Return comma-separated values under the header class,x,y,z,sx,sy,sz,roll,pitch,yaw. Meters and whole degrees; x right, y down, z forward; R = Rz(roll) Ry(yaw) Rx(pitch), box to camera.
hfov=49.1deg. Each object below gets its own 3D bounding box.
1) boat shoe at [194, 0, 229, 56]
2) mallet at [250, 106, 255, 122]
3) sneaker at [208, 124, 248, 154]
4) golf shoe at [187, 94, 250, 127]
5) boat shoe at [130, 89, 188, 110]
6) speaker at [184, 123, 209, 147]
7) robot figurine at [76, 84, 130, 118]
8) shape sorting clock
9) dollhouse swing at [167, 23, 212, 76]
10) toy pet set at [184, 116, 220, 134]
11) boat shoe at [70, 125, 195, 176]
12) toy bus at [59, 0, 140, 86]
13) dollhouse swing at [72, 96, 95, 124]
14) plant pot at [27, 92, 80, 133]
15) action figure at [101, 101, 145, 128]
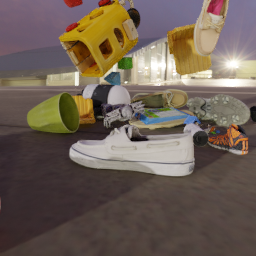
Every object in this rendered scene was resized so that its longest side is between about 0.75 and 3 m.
class,x,y,z,sx,sy,sz,roll,pitch,yaw
boat shoe,2.813,-3.646,9.360,0.881,2.391,0.827,8,7,-4
mallet,4.020,-0.421,10.337,1.689,0.556,0.348,-9,43,39
sneaker,2.239,0.182,6.251,0.414,0.598,1.068,-7,12,-31
golf shoe,3.308,-0.652,9.808,1.296,1.044,2.666,1,10,-29
boat shoe,1.418,-1.249,13.108,2.713,0.989,0.853,2,20,20
speaker,1.668,0.160,6.925,0.403,0.403,0.992,0,10,0
robot figurine,-0.947,-1.029,10.921,2.121,1.594,1.324,4,-19,22
shape sorting clock,1.102,-0.316,9.351,2.157,0.423,2.157,-3,15,1
dollhouse swing,2.485,-2.993,10.855,1.708,1.501,1.552,-9,-3,9
toy pet set,2.106,-0.097,8.142,0.856,0.454,0.799,-8,13,-38
boat shoe,0.005,0.322,5.031,2.335,0.767,0.840,5,12,25
toy bus,-0.409,-2.525,7.415,2.538,2.690,1.390,0,10,-45
dollhouse swing,-1.801,-0.627,9.352,1.362,1.237,1.197,-3,-10,-19
plant pot,-2.230,-0.334,8.129,1.240,1.160,1.160,-11,7,17
action figure,-0.209,-0.458,9.060,1.386,0.739,2.130,-10,9,-16
